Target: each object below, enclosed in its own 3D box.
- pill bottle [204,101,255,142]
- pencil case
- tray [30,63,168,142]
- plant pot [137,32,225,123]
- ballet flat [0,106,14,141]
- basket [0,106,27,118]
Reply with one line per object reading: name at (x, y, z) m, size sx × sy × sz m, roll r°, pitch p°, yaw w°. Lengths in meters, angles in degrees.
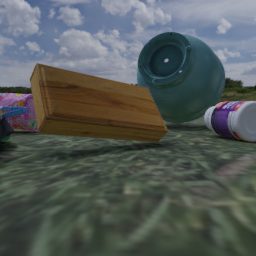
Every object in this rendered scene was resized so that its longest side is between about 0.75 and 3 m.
pill bottle at (2.000, -0.156, 5.338) m, size 0.700 × 0.700 × 1.256 m, roll -1°, pitch 5°, yaw -15°
pencil case at (-3.193, -0.376, 6.917) m, size 2.199 × 0.961 × 0.961 m, roll 0°, pitch 4°, yaw 16°
tray at (-0.369, -0.325, 4.155) m, size 1.956 × 0.965 × 0.362 m, roll 5°, pitch -41°, yaw -35°
plant pot at (1.400, -1.755, 8.645) m, size 2.792 × 2.792 × 1.871 m, roll 2°, pitch -15°, yaw 29°
ballet flat at (-2.031, -0.120, 3.788) m, size 0.914 × 0.914 × 2.501 m, roll -1°, pitch 4°, yaw -19°
basket at (-2.726, -0.235, 5.438) m, size 1.056 × 0.833 × 1.198 m, roll 1°, pitch 14°, yaw 31°
